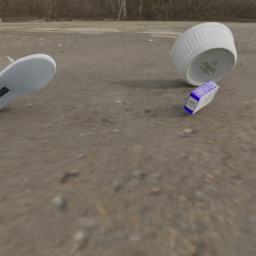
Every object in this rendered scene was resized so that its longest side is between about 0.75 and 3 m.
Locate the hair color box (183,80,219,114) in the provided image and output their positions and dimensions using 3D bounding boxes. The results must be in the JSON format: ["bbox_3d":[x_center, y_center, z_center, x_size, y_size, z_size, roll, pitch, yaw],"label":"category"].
[{"bbox_3d":[2.070,-0.880,7.894,0.357,0.602,1.102,41,46,23],"label":"hair color box"}]

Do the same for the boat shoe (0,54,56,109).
[{"bbox_3d":[-3.187,-1.369,7.821,2.686,0.992,1.145,-31,42,13],"label":"boat shoe"}]

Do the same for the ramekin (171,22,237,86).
[{"bbox_3d":[2.783,-2.503,10.067,2.313,2.313,1.077,-4,54,-10],"label":"ramekin"}]
